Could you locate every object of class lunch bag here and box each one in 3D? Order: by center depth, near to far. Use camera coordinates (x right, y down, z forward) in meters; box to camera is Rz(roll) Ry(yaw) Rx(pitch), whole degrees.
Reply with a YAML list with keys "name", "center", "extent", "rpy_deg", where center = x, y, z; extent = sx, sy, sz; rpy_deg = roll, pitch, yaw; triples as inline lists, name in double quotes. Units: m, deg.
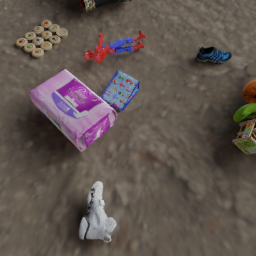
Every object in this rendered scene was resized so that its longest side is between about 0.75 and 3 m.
- name: "lunch bag"
  center: [-0.250, -1.038, 8.225]
  extent: [0.790, 0.494, 1.050]
  rpy_deg: [31, 75, 13]

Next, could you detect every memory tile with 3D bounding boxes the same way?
- name: "memory tile"
  center: [-2.905, -3.045, 9.486]
  extent: [1.173, 0.129, 1.531]
  rpy_deg: [34, 66, 17]

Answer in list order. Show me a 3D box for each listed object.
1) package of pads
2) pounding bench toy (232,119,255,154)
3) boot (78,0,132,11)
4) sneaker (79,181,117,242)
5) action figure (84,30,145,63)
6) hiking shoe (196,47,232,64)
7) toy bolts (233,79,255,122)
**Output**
- name: "package of pads"
  center: [-1.497, -0.561, 7.619]
  extent: [1.338, 0.840, 2.221]
  rpy_deg: [-41, 64, -20]
- name: "pounding bench toy"
  center: [3.370, 0.305, 7.354]
  extent: [0.929, 0.577, 0.725]
  rpy_deg: [40, 64, -15]
- name: "boot"
  center: [-1.089, -5.362, 10.341]
  extent: [1.850, 0.884, 2.449]
  rpy_deg: [-21, 63, -10]
- name: "sneaker"
  center: [-0.605, 1.954, 6.515]
  extent: [0.771, 0.504, 1.342]
  rpy_deg: [12, 67, 6]
- name: "action figure"
  center: [-0.575, -2.683, 8.951]
  extent: [2.043, 0.667, 1.011]
  rpy_deg: [-26, 57, -21]
- name: "hiking shoe"
  center: [2.760, -2.332, 8.878]
  extent: [1.137, 0.493, 0.423]
  rpy_deg: [-3, 61, -1]
- name: "toy bolts"
  center: [4.340, -0.731, 7.067]
  extent: [2.438, 2.329, 1.691]
  rpy_deg: [24, 76, 5]
